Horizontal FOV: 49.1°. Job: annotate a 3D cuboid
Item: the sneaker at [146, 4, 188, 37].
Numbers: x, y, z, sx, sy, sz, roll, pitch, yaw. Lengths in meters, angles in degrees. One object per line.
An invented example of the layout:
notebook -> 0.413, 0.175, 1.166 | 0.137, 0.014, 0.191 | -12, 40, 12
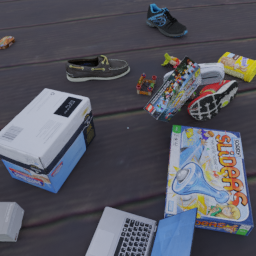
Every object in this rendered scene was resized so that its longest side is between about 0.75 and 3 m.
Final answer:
sneaker -> 1.809, -5.158, 13.480 | 2.436, 0.998, 0.892 | 35, 55, 28

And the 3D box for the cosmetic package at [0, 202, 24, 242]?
cosmetic package -> -3.246, 2.152, 6.435 | 1.446, 0.652, 0.772 | -4, 53, 5

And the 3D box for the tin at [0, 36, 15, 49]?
tin -> -5.615, -3.919, 12.839 | 0.556, 0.208, 0.992 | 17, 48, 10

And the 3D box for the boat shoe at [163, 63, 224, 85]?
boat shoe -> 2.399, -1.903, 10.172 | 2.159, 0.794, 0.721 | 2, 42, 26

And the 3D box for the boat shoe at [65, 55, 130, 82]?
boat shoe -> -1.155, -2.393, 10.941 | 2.516, 0.758, 0.897 | -10, 46, -9

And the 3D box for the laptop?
laptop -> 0.141, 2.511, 5.825 | 2.152, 1.247, 2.015 | 13, 47, 12

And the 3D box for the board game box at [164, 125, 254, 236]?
board game box -> 2.097, 1.226, 7.577 | 2.015, 0.513, 2.977 | 6, 46, 6

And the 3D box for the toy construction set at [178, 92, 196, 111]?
toy construction set -> 1.860, -1.168, 9.868 | 0.834, 0.905, 1.085 | 1, 22, -20

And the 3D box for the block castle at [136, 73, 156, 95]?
block castle -> 0.684, -1.657, 10.461 | 0.607, 0.426, 0.908 | 12, 47, 12

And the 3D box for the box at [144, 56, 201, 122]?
box -> 1.367, -0.969, 7.990 | 0.459, 2.437, 1.665 | 41, 99, 12

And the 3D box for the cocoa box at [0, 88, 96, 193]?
cocoa box -> -2.144, 0.284, 7.752 | 1.557, 1.532, 2.335 | 15, 48, 19

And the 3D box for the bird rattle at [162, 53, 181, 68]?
bird rattle -> 1.932, -2.710, 11.466 | 1.003, 0.565, 0.818 | 25, 34, 19

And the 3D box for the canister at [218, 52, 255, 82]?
canister -> 4.363, -2.457, 11.137 | 1.377, 0.596, 1.023 | 28, 52, 26

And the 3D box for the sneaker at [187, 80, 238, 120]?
sneaker -> 2.811, -1.007, 9.723 | 2.321, 0.894, 0.986 | -29, 33, -27
